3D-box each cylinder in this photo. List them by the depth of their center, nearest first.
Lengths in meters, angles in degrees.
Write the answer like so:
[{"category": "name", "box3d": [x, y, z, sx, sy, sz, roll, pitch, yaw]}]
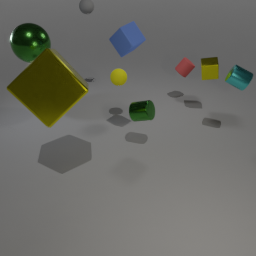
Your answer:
[{"category": "cylinder", "box3d": [0.496, -0.594, 9.807, 0.700, 0.700, 0.700, -4, 24, 32]}, {"category": "cylinder", "box3d": [3.964, -1.799, 10.015, 0.700, 0.700, 0.700, 29, 34, 1]}, {"category": "cylinder", "box3d": [2.763, -2.939, 13.579, 0.700, 0.700, 0.700, 33, 27, -19]}]

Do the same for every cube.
[{"category": "cube", "box3d": [-2.006, -1.092, 7.364, 1.400, 1.400, 1.400, -43, 16, 4]}, {"category": "cube", "box3d": [-0.018, -2.788, 8.812, 0.700, 0.700, 0.700, -41, 9, -37]}, {"category": "cube", "box3d": [3.510, -2.552, 12.033, 0.700, 0.700, 0.700, -2, 42, 15]}]

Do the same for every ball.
[{"category": "ball", "box3d": [-3.521, -3.070, 10.163, 1.400, 1.400, 1.400, 0, 30, 0]}, {"category": "ball", "box3d": [-0.382, -2.081, 11.499, 0.700, 0.700, 0.700, 0, 30, 0]}, {"category": "ball", "box3d": [-1.922, -5.663, 13.028, 0.700, 0.700, 0.700, 0, 30, 0]}]
